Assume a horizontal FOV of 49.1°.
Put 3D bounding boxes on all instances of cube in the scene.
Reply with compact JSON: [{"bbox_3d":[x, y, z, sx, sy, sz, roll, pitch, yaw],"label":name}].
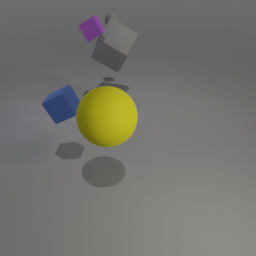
[{"bbox_3d":[-0.600,-3.625,12.367,1.400,1.400,1.400,28,63,-9],"label":"cube"},{"bbox_3d":[-1.798,-0.655,7.709,0.700,0.700,0.700,-22,25,16],"label":"cube"},{"bbox_3d":[-1.387,-3.868,10.885,0.700,0.700,0.700,-26,21,16],"label":"cube"}]

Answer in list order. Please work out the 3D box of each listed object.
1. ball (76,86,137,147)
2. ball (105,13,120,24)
[{"bbox_3d":[-0.482,-0.257,6.441,1.400,1.400,1.400,0,30,0],"label":"ball"},{"bbox_3d":[-0.715,-4.921,12.873,0.700,0.700,0.700,0,30,0],"label":"ball"}]
